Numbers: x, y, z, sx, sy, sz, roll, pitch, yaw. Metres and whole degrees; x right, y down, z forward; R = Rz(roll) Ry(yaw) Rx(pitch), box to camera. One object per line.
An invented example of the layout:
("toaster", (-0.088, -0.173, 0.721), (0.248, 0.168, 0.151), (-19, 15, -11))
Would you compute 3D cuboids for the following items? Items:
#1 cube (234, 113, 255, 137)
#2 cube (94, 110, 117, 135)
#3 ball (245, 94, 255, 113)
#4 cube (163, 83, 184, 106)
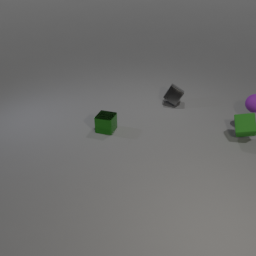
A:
("cube", (4.318, -0.099, 10.326), (0.700, 0.700, 0.700), (-5, -16, 21))
("cube", (-0.871, -0.214, 11.143), (0.700, 0.700, 0.700), (9, 32, 16))
("ball", (4.784, -0.927, 10.537), (0.700, 0.700, 0.700), (0, 30, 0))
("cube", (2.153, -1.575, 13.131), (0.700, 0.700, 0.700), (33, 20, 2))
